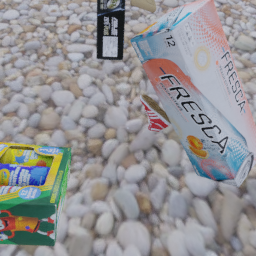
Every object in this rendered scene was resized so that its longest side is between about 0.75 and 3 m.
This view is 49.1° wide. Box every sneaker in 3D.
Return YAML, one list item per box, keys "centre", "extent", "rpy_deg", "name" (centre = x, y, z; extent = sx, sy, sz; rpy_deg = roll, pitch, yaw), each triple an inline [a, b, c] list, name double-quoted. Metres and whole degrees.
- centre: [0.428, -0.249, 5.276]
  extent: [0.801, 0.450, 0.285]
  rpy_deg: [43, 38, -10]
  name: "sneaker"

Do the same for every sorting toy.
- centre: [0.159, -4.460, 8.814]
  extent: [1.828, 0.245, 1.362]
  rpy_deg: [-6, 84, -46]
  name: "sorting toy"

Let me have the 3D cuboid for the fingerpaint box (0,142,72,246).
- centre: [-1.822, 0.900, 4.473]
  extent: [1.624, 0.714, 1.947]
  rpy_deg: [5, 18, -6]
  name: "fingerpaint box"

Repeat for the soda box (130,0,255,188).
- centre: [1.257, -0.447, 4.658]
  extent: [1.013, 2.963, 0.942]
  rpy_deg: [-43, 28, -24]
  name: "soda box"

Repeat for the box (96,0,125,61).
- centre: [-0.440, -2.684, 7.484]
  extent: [0.703, 1.633, 1.337]
  rpy_deg: [2, 17, -2]
  name: "box"
